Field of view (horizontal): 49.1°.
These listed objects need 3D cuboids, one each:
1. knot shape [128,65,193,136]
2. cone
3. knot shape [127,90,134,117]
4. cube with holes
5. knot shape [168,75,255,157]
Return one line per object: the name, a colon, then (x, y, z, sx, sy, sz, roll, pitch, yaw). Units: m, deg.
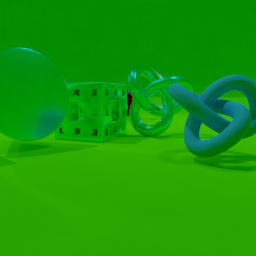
knot shape: (0.600, -0.790, 6.651, 1.702, 1.593, 0.786, -39, 10, -6)
cone: (-2.328, -0.519, 5.556, 1.669, 1.669, 1.675, -6, -2, -43)
knot shape: (-0.267, -1.123, 11.206, 1.558, 1.665, 0.769, 15, 35, -55)
cube with holes: (-0.830, -0.402, 6.473, 1.229, 1.229, 1.229, 3, 7, 24)
knot shape: (1.285, -0.307, 4.422, 1.470, 0.726, 1.571, 33, 55, 30)
